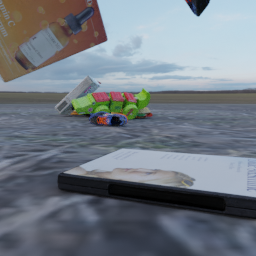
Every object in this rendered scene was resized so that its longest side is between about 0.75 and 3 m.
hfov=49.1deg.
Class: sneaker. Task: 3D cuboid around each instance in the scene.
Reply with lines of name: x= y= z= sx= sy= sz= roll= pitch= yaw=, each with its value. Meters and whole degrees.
sneaker: x=-0.536 y=-0.228 z=7.461 sx=1.045 sy=0.394 sz=0.410 roll=-2 pitch=11 yaw=4
sneaker: x=-1.093 y=-1.029 z=12.200 sx=1.092 sy=0.983 sz=2.803 roll=12 pitch=13 yaw=30
sneaker: x=1.492 y=-3.222 z=6.565 sx=0.619 sy=0.595 sz=1.578 roll=43 pitch=7 yaw=32

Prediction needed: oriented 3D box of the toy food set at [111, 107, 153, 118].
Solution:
toy food set: x=0.102 y=-0.615 z=10.812 sx=1.616 sy=0.397 sz=1.633 roll=1 pitch=9 yaw=-12

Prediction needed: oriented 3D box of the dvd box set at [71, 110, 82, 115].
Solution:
dvd box set: x=-2.458 y=-0.743 z=13.380 sx=1.176 sy=0.173 sz=0.860 roll=3 pitch=6 yaw=24

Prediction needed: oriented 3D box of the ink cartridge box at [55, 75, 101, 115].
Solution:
ink cartridge box: x=-1.991 y=-1.311 z=12.052 sx=1.956 sy=0.426 sz=1.698 roll=-42 pitch=-11 yaw=10

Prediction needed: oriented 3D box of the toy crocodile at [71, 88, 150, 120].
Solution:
toy crocodile: x=-0.517 y=-0.880 z=9.599 sx=2.794 sy=0.863 sz=0.943 roll=-4 pitch=42 yaw=-24

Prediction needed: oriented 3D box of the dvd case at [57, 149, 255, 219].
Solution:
dvd case: x=0.466 y=0.394 z=2.407 sx=1.729 sy=0.152 sz=1.233 roll=3 pitch=6 yaw=23

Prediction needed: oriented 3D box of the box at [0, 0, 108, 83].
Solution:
box: x=-2.311 y=-2.882 z=7.020 sx=2.904 sy=2.211 sz=1.544 roll=-26 pitch=41 yaw=-11
